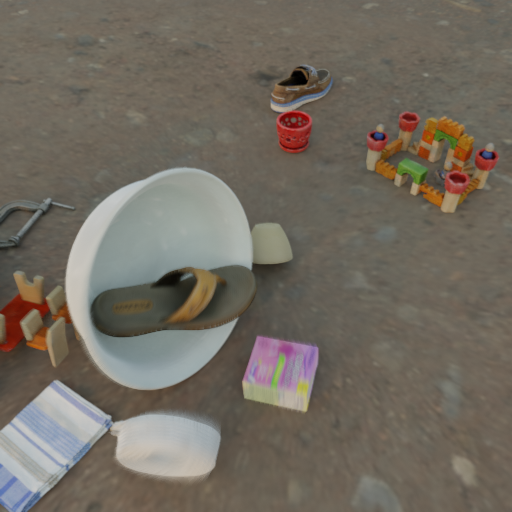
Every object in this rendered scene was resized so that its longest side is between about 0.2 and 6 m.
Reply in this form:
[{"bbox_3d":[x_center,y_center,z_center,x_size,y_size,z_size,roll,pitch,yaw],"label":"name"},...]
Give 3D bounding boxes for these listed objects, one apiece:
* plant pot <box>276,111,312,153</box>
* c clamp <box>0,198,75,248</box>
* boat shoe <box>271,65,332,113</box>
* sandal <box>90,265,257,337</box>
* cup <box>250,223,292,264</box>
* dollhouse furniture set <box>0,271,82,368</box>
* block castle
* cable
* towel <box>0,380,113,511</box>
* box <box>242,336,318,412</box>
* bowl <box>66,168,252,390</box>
[{"bbox_3d":[0.867,-2.844,12.976,0.805,0.733,0.805,0,45,0],"label":"plant pot"},{"bbox_3d":[-4.711,-0.679,11.217,1.418,0.225,1.660,16,47,15],"label":"c clamp"},{"bbox_3d":[1.261,-4.470,14.521,0.792,0.794,2.193,31,53,27],"label":"boat shoe"},{"bbox_3d":[-1.172,0.551,8.488,2.623,0.716,1.072,-5,47,-20],"label":"sandal"},{"bbox_3d":[0.211,-0.253,10.253,0.885,0.633,0.885,-3,12,1],"label":"cup"},{"bbox_3d":[-4.123,1.309,8.902,2.265,1.167,2.240,13,36,12],"label":"dollhouse furniture set"},{"bbox_3d":[3.740,-2.168,12.026,1.636,1.149,2.448,-33,54,-29],"label":"block castle"},{"bbox_3d":[-1.150,2.493,7.318,1.333,1.333,0.461,30,46,-27],"label":"cable"},{"bbox_3d":[-3.077,2.660,7.967,1.277,0.207,1.739,26,51,24],"label":"towel"},{"bbox_3d":[0.383,1.792,8.589,0.990,0.479,0.871,10,46,13],"label":"box"},{"bbox_3d":[-1.641,0.240,8.563,1.478,3.289,3.289,14,44,38],"label":"bowl"}]
